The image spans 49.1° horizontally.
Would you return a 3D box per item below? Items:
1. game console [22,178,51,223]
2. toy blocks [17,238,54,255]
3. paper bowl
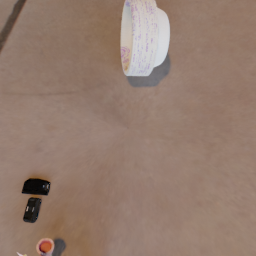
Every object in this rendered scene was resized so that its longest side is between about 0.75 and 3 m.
[{"bbox_3d":[-2.195,1.656,6.467,0.605,0.124,1.026,4,57,2],"label":"game console"},{"bbox_3d":[-1.254,2.793,4.838,1.470,1.324,1.573,18,43,8],"label":"toy blocks"},{"bbox_3d":[0.452,-2.496,7.779,1.088,2.093,2.093,-1,59,-11],"label":"paper bowl"}]
